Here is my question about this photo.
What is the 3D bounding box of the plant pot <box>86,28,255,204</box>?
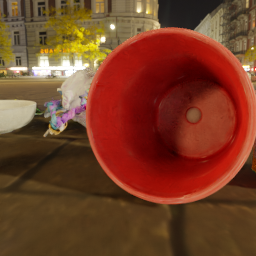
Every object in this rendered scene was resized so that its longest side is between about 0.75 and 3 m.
[{"bbox_3d":[0.953,-0.201,5.051,2.628,2.628,2.325,6,4,27],"label":"plant pot"}]

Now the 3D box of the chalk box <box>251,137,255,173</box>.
[{"bbox_3d":[3.257,0.440,4.952,1.699,1.061,1.053,0,12,4],"label":"chalk box"}]

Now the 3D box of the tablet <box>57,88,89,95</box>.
[{"bbox_3d":[-1.730,-1.077,11.750,2.577,0.176,1.677,10,-28,42],"label":"tablet"}]

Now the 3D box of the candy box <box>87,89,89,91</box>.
[{"bbox_3d":[-1.856,-1.506,14.504,2.489,0.959,2.104,-7,13,-32],"label":"candy box"}]

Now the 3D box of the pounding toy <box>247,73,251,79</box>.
[{"bbox_3d":[2.420,-0.484,7.401,1.700,2.202,2.392,9,6,38],"label":"pounding toy"}]

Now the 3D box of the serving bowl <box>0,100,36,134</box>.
[{"bbox_3d":[-4.365,-0.336,9.057,2.739,0.901,2.739,0,12,0],"label":"serving bowl"}]

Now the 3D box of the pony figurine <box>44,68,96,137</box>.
[{"bbox_3d":[-1.753,-0.674,9.271,2.381,2.054,2.467,-34,20,-4],"label":"pony figurine"}]

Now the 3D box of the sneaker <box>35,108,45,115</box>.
[{"bbox_3d":[-4.099,-0.786,12.522,0.830,0.368,0.319,-6,13,-27],"label":"sneaker"}]
